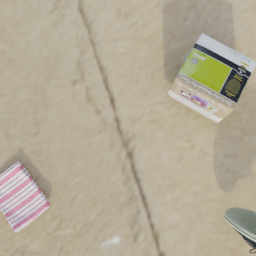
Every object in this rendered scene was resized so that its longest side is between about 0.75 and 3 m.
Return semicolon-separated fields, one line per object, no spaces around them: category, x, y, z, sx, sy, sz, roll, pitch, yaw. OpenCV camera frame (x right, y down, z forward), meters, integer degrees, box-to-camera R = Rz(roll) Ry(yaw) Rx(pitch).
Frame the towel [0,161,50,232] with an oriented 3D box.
towel;-3.116;1.907;7.878;1.200;0.245;1.639;-38;80;-5

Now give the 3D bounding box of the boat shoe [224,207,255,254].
boat shoe;3.361;2.785;6.792;0.898;2.406;0.749;-16;120;-34

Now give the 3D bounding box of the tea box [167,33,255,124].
tea box;2.326;-1.374;7.963;1.742;1.164;1.714;31;71;6
